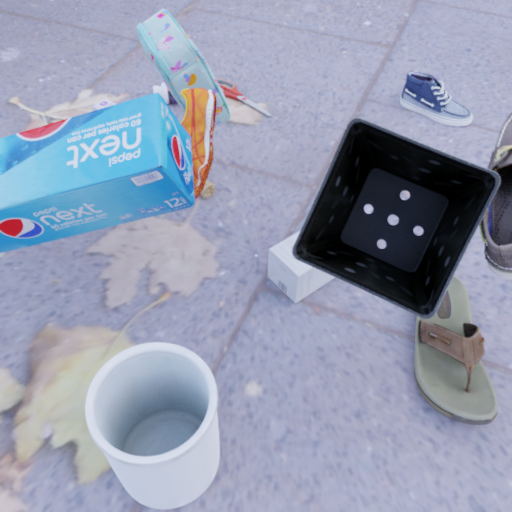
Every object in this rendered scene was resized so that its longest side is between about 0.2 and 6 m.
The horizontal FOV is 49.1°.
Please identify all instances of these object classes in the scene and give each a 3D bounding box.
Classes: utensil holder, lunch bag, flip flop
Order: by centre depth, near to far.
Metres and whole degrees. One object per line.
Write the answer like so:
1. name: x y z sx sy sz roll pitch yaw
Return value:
1. utensil holder: -1.367 2.502 8.000 1.718 2.022 1.718 0 48 0
2. flip flop: 3.414 1.406 9.699 1.269 0.901 3.129 5 49 4
3. lunch bag: -1.460 -3.672 11.352 0.887 2.301 1.845 -33 52 0

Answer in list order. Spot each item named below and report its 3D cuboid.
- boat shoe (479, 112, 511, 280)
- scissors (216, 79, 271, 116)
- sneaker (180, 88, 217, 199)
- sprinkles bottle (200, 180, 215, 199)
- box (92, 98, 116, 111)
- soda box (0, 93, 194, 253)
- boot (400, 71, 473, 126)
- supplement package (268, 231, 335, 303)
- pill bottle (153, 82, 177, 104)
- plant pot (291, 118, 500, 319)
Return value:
1. boat shoe: 3.333 -0.957 7.119 0.888 0.736 2.472 4 66 34
2. scissors: -0.376 -4.341 15.227 2.258 0.157 0.826 24 51 21
3. sneaker: -1.157 -2.026 10.198 0.766 1.985 0.725 6 8 2
4. sprinkles bottle: -1.435 -1.750 12.808 0.390 0.390 1.143 -35 58 -27
5. box: -3.121 -3.199 14.013 2.465 0.477 0.511 34 57 26
6. soda box: -3.231 -1.238 9.298 4.220 1.354 1.431 -12 65 13
7. boot: 4.705 -4.074 14.506 1.974 0.892 0.718 25 53 20
8. supplement package: 1.059 0.065 10.891 1.457 0.872 0.883 -30 55 -24
9. pill bottle: -2.215 -4.382 14.992 1.030 0.574 0.574 -10 50 -10
10. plant pot: 1.846 -0.497 7.535 1.906 1.902 1.691 25 9 13
